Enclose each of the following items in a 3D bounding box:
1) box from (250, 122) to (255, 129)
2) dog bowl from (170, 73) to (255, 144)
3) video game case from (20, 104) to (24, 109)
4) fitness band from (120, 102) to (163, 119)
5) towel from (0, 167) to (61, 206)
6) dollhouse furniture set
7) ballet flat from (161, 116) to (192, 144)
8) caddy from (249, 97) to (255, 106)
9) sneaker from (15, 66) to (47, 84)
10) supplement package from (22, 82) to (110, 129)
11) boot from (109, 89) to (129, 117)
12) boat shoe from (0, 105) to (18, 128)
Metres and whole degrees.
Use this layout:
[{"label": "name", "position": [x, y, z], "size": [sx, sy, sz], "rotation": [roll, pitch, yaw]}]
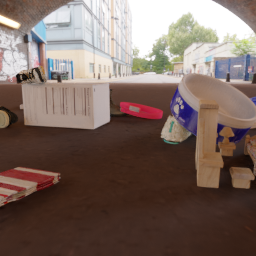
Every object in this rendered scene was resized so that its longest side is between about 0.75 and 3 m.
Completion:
[{"label": "box", "position": [3.451, -0.350, 10.480], "size": [1.749, 0.462, 2.244], "rotation": [-6, 12, -25]}, {"label": "dog bowl", "position": [2.334, -0.569, 7.724], "size": [2.235, 0.880, 2.235], "rotation": [15, 36, -11]}, {"label": "video game case", "position": [-4.514, -1.320, 15.743], "size": [2.419, 0.267, 2.202], "rotation": [-2, 12, -4]}, {"label": "fitness band", "position": [0.553, -0.768, 12.239], "size": [1.470, 0.383, 2.047], "rotation": [0, 15, -45]}, {"label": "towel", "position": [-2.081, 0.986, 4.669], "size": [1.164, 0.184, 1.616], "rotation": [4, 10, 29]}, {"label": "dollhouse furniture set", "position": [2.793, 0.204, 5.480], "size": [2.812, 1.373, 2.398], "rotation": [3, 12, 14]}, {"label": "ballet flat", "position": [1.731, -0.190, 8.709], "size": [0.957, 0.957, 2.666], "rotation": [4, 12, 21]}, {"label": "caddy", "position": [6.625, -1.168, 13.391], "size": [1.727, 0.906, 1.221], "rotation": [1, 11, 5]}, {"label": "sneaker", "position": [-3.328, -1.724, 9.550], "size": [0.721, 0.622, 1.645], "rotation": [-21, 16, -34]}, {"label": "supplement package", "position": [-2.244, -0.898, 10.412], "size": [2.801, 1.534, 1.593], "rotation": [4, 12, 18]}, {"label": "boot", "position": [-0.762, -1.156, 12.536], "size": [1.853, 1.210, 0.627], "rotation": [3, 12, 15]}, {"label": "boat shoe", "position": [-5.039, -0.531, 10.352], "size": [2.347, 0.877, 0.778], "rotation": [7, 13, 26]}]
